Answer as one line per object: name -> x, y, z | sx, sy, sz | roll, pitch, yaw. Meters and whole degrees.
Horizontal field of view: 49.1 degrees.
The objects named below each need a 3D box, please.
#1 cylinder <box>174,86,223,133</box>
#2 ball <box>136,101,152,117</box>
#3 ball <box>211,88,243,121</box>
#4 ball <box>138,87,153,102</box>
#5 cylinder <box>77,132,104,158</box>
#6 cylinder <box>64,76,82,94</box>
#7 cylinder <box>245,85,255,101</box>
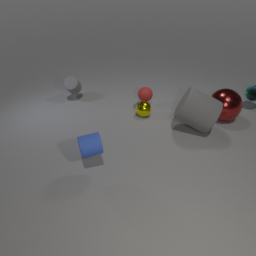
cylinder -> 2.744, -0.721, 11.028 | 1.400, 1.400, 1.400 | 29, 34, -1
ball -> 0.698, -0.839, 12.408 | 0.700, 0.700, 0.700 | 0, 31, 0
ball -> 4.149, -0.990, 11.984 | 1.400, 1.400, 1.400 | 0, 31, 0
ball -> 0.811, -1.581, 13.105 | 0.700, 0.700, 0.700 | 0, 31, 0
cylinder -> -1.196, 0.540, 8.896 | 0.700, 0.700, 0.700 | -14, 33, -10
cylinder -> -2.682, -2.081, 13.632 | 0.700, 0.700, 0.700 | 5, -10, 9
cylinder -> 5.844, -1.605, 12.783 | 0.700, 0.700, 0.700 | -13, 32, -39
